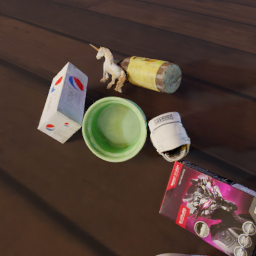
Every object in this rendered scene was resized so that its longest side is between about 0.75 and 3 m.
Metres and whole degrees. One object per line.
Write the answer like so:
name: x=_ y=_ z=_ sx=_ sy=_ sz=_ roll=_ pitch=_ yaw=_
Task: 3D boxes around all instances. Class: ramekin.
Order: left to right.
ramekin: x=-0.259 y=-0.015 z=6.809 sx=1.535 sy=1.535 sz=0.750 roll=9 pitch=12 yaw=10

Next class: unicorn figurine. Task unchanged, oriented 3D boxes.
unicorn figurine: x=-0.606 y=-1.966 z=9.366 sx=1.627 sy=1.118 sz=0.601 roll=35 pitch=37 yaw=21

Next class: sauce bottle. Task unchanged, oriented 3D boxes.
sauce bottle: x=0.376 y=-1.874 z=9.272 sx=0.947 sy=0.947 sz=2.925 roll=-32 pitch=37 yaw=-32

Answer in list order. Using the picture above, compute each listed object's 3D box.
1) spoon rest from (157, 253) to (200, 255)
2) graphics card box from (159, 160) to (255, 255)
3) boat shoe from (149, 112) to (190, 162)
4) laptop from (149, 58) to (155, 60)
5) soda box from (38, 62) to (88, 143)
spoon rest: x=1.075 y=2.378 z=4.555 sx=1.923 sy=0.583 sz=0.955 roll=2 pitch=5 yaw=-10
graphics card box: x=1.497 y=1.405 z=4.983 sx=1.793 sy=1.125 sz=0.456 roll=23 pitch=11 yaw=37
boat shoe: x=1.007 y=0.345 z=6.246 sx=0.862 sy=2.395 sz=0.787 roll=-19 pitch=73 yaw=3
laptop: x=0.686 y=-2.272 z=10.676 sx=1.006 sy=0.519 sz=0.891 roll=-1 pitch=32 yaw=40
soda box: x=-1.799 y=-0.817 z=8.136 sx=0.812 sy=0.868 sz=2.550 roll=35 pitch=31 yaw=-29
